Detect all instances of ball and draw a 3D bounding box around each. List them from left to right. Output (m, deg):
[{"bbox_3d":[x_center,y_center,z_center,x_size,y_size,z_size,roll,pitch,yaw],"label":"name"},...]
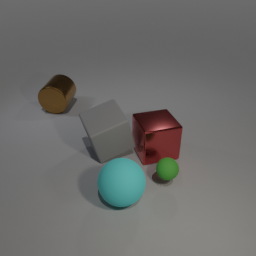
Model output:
[{"bbox_3d":[-0.187,1.572,8.150,1.400,1.400,1.400,0,32,0],"label":"ball"},{"bbox_3d":[1.218,1.261,8.644,0.700,0.700,0.700,0,32,0],"label":"ball"}]

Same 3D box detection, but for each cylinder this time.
[{"bbox_3d":[-3.326,-1.620,13.252,1.400,1.400,1.400,5,36,8],"label":"cylinder"}]

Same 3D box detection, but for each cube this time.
[{"bbox_3d":[-0.743,0.091,10.024,1.400,1.400,1.400,-24,45,-9],"label":"cube"},{"bbox_3d":[1.010,0.299,10.234,1.400,1.400,1.400,-9,33,-14],"label":"cube"}]
